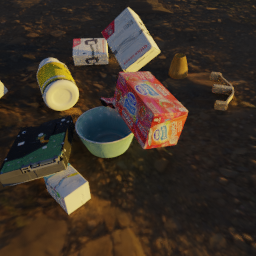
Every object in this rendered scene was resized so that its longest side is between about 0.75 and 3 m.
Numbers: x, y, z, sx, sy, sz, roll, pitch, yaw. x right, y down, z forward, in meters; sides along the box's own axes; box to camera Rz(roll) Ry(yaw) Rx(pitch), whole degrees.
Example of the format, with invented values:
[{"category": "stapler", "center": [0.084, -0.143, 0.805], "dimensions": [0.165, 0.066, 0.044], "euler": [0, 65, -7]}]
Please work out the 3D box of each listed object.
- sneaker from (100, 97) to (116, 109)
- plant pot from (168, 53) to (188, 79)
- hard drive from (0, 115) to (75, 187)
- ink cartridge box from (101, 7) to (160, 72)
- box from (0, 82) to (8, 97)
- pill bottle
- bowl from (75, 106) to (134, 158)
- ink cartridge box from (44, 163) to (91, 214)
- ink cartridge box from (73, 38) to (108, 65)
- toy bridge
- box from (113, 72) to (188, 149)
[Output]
[{"category": "sneaker", "center": [-0.684, -0.997, 10.636], "dimensions": [0.892, 0.329, 0.387], "euler": [23, 54, 32]}, {"category": "plant pot", "center": [2.605, -3.230, 14.323], "dimensions": [0.999, 1.072, 0.999], "euler": [0, 41, 0]}, {"category": "hard drive", "center": [-2.965, 0.658, 9.565], "dimensions": [2.084, 0.564, 2.983], "euler": [-16, 27, 2]}, {"category": "ink cartridge box", "center": [0.108, -3.523, 11.499], "dimensions": [0.881, 1.535, 2.114], "euler": [2, 56, -62]}, {"category": "box", "center": [-6.909, -1.534, 11.477], "dimensions": [2.157, 1.507, 2.833], "euler": [35, 72, 33]}, {"category": "pill bottle", "center": [-3.277, -2.104, 12.708], "dimensions": [1.514, 1.514, 2.703], "euler": [-15, 44, -16]}, {"category": "bowl", "center": [-0.739, 0.251, 10.286], "dimensions": [2.212, 1.157, 2.212], "euler": [-2, 38, 2]}, {"category": "ink cartridge box", "center": [-1.896, 1.841, 8.752], "dimensions": [0.880, 0.885, 1.206], "euler": [-32, 50, -31]}, {"category": "ink cartridge box", "center": [-2.046, -4.197, 15.388], "dimensions": [1.851, 0.781, 1.340], "euler": [-3, 59, -4]}, {"category": "toy bridge", "center": [4.473, -1.813, 13.243], "dimensions": [0.946, 0.383, 2.816], "euler": [8, 42, 4]}, {"category": "box", "center": [0.587, -0.664, 8.918], "dimensions": [1.231, 1.285, 2.578], "euler": [-5, 39, -26]}]
